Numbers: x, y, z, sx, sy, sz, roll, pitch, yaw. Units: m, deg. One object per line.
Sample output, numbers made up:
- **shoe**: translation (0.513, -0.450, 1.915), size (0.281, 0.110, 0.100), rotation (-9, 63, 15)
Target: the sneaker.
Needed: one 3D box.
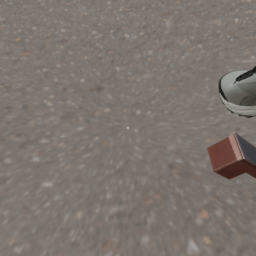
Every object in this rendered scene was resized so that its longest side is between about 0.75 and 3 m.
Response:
- **sneaker**: translation (1.946, -0.616, 3.625), size (0.901, 0.966, 2.437), rotation (-28, 17, -4)

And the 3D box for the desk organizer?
- **desk organizer**: translation (1.512, 0.481, 3.597), size (1.060, 0.408, 0.380), rotation (27, 42, -35)
